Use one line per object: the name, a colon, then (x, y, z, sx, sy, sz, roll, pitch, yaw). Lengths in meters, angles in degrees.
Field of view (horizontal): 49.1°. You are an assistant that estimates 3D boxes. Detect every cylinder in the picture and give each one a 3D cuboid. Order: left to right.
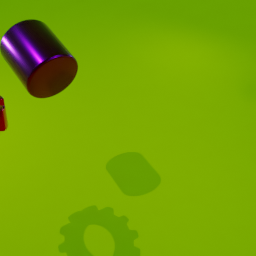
cylinder: (-1.650, -1.276, 5.244, 1.049, 1.049, 1.049, -31, 70, -25)

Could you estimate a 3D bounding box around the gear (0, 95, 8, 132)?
gear: (-2.596, -0.112, 3.789, 1.752, 0.324, 1.752, 3, 27, -2)
